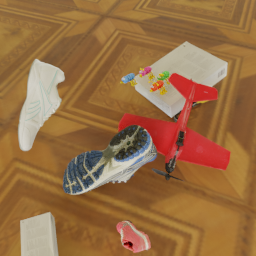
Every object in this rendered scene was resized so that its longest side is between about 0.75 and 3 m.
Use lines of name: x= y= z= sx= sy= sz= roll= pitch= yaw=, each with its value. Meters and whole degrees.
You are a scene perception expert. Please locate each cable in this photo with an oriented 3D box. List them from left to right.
cable: x=1.595 y=-0.684 z=7.372 sx=1.374 sy=0.346 sz=0.667 roll=-34 pitch=59 yaw=-28

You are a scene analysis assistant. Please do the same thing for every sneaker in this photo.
sneaker: x=-1.998 y=-0.454 z=6.422 sx=0.842 sy=2.103 sz=0.739 roll=14 pitch=4 yaw=-21
sneaker: x=-0.342 y=0.844 z=5.678 sx=2.172 sy=0.925 sz=0.837 roll=-29 pitch=49 yaw=17
sneaker: x=0.000 y=1.882 z=4.883 sx=0.375 sy=0.319 sz=0.865 roll=-14 pitch=14 yaw=-34

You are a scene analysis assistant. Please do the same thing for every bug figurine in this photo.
bug figurine: x=0.491 y=-1.223 z=6.920 sx=1.293 sy=0.333 sz=1.003 roll=21 pitch=43 yaw=34

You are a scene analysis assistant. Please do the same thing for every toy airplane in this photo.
toy airplane: x=1.186 y=-0.094 z=5.944 sx=2.551 sy=0.469 sz=2.551 roll=3 pitch=71 yaw=-10

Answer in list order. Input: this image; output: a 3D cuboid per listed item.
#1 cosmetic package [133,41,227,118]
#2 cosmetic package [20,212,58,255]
cosmetic package: x=1.385 y=-1.377 z=7.554 sx=2.019 sy=0.522 sz=1.522 roll=-36 pitch=54 yaw=-13
cosmetic package: x=-1.501 y=2.203 z=4.804 sx=0.562 sy=0.345 sz=1.362 roll=-13 pitch=51 yaw=-7
